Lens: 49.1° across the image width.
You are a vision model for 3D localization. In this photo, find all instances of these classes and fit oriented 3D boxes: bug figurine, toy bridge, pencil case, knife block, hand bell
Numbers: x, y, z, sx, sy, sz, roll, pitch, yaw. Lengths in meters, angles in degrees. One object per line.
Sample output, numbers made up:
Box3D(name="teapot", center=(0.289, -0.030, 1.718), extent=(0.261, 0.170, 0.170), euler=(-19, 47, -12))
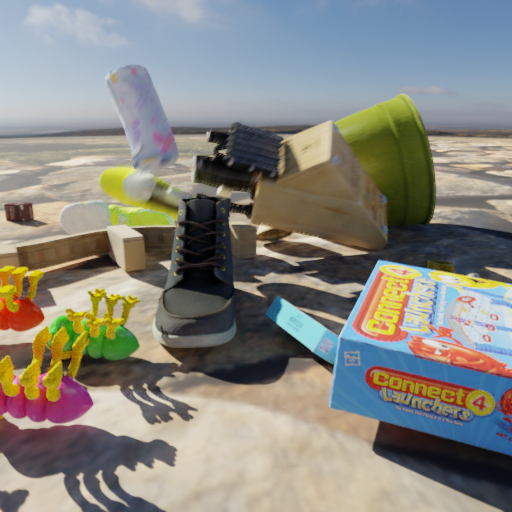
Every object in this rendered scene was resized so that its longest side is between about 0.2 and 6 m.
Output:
Box3D(name="bug figurine", center=(-2.842, 1.029, 6.141), extent=(2.746, 0.911, 3.541), euler=(7, 12, 3))
Box3D(name="toy bridge", center=(-2.547, -0.167, 10.786), extent=(4.951, 0.674, 1.664), euler=(-7, 14, -24))
Box3D(name="pencil case", center=(-2.241, -2.635, 10.940), extent=(0.937, 2.065, 0.859), euler=(-18, -3, -25))
Box3D(name="knife block", center=(0.558, -1.233, 11.599), extent=(3.265, 3.719, 1.190), euler=(-18, 46, 31))
Box3D(name="hand bell", center=(0.258, -1.245, 12.277), extent=(0.875, 1.681, 0.875), euler=(-10, -14, -2))

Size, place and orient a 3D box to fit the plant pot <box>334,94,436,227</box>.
Box3D(name="plant pot", center=(2.277, -1.957, 13.550), extent=(3.063, 3.181, 3.181), euler=(-13, 16, 2))

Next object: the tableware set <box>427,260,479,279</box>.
Box3D(name="tableware set", center=(3.954, 0.466, 8.481), extent=(3.115, 0.478, 2.099), euler=(10, 10, 43))

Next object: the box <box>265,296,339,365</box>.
Box3D(name="box", center=(0.645, 0.941, 7.079), extent=(0.525, 0.314, 1.277), euler=(35, -2, -29))

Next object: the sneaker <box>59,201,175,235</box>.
Box3D(name="sneaker", center=(-3.057, -0.711, 12.610), extent=(2.474, 0.937, 1.299), euler=(7, 4, -5))

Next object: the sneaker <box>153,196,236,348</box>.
Box3D(name="sneaker", center=(-0.879, 0.097, 8.032), extent=(1.157, 1.644, 3.095), euler=(-1, 16, -3))

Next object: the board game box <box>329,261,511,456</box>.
Box3D(name="board game box", center=(2.411, 0.990, 6.030), extent=(2.686, 0.767, 2.743), euler=(11, 18, 17))

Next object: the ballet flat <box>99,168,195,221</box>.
Box3D(name="ballet flat", center=(-2.015, -1.285, 11.534), extent=(2.349, 0.785, 0.787), euler=(22, -17, -20))

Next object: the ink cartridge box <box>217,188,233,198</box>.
Box3D(name="ink cartridge box", center=(-0.647, -1.773, 13.170), extent=(0.312, 0.540, 0.740), euler=(13, -20, -14))

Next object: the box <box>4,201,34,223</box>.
Box3D(name="box", center=(-6.213, -1.157, 14.677), extent=(0.557, 0.462, 0.457), euler=(7, 17, 23))
